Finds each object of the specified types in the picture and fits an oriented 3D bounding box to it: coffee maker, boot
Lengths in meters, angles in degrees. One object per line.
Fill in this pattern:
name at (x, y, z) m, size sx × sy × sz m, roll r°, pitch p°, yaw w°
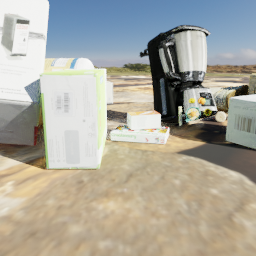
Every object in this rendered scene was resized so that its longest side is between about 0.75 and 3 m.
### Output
coffee maker at (1.605, -1.556, 9.211) m, size 1.848 × 2.743 × 2.635 m, roll -4°, pitch -3°, yaw -14°
boot at (3.998, -1.407, 12.525) m, size 2.253 × 1.050 × 2.914 m, roll 8°, pitch 16°, yaw 39°

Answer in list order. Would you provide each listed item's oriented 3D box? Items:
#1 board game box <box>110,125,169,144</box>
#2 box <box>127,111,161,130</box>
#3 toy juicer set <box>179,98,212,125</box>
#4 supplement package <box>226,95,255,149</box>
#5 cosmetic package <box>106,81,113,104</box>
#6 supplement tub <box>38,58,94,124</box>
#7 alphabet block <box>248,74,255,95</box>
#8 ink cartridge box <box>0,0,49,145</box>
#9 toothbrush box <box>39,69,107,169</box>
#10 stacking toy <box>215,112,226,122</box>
board game box at (0.344, 0.157, 7.609) m, size 1.449 × 0.251 × 0.915 m, roll 3°, pitch 15°, yaw 13°
box at (0.431, -0.217, 7.720) m, size 0.825 × 0.402 × 0.513 m, roll -4°, pitch 15°, yaw -13°
toy juicer set at (1.717, -0.482, 7.583) m, size 0.948 × 0.603 × 0.258 m, roll -22°, pitch 8°, yaw 19°
supplement package at (3.696, -0.241, 7.294) m, size 2.014 × 1.181 × 1.177 m, roll -9°, pitch 16°, yaw -34°
cosmetic package at (-1.834, -1.992, 14.771) m, size 1.559 × 1.054 × 2.964 m, roll -4°, pitch 14°, yaw -17°
supplement tub at (-2.624, -1.170, 9.083) m, size 2.962 × 2.143 × 2.143 m, roll 1°, pitch 14°, yaw 4°
alphabet block at (5.853, -1.314, 10.889) m, size 1.612 × 1.603 × 1.642 m, roll -6°, pitch 14°, yaw -31°
ink cartridge box at (-2.629, -1.333, 6.624) m, size 1.205 × 2.909 × 2.135 m, roll 5°, pitch -29°, yaw -18°
toothbrush box at (-1.079, -0.379, 6.409) m, size 1.100 × 1.861 × 2.556 m, roll 0°, pitch 14°, yaw 0°
stacking toy at (3.266, -0.421, 9.950) m, size 0.367 × 0.367 × 0.861 m, roll 4°, pitch 7°, yaw 15°
